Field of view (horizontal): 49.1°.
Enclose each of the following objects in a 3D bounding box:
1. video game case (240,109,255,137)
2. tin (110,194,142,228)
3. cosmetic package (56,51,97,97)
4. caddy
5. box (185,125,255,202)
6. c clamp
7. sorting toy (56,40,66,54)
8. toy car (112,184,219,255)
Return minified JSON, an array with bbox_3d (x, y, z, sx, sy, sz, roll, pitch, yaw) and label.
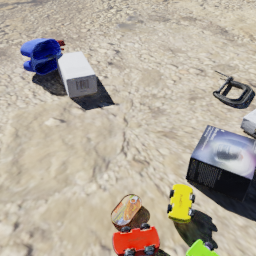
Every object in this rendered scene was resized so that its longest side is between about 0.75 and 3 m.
[{"bbox_3d":[5.426,-0.094,9.373,2.428,0.552,2.200,-27,46,-29],"label":"video game case"},{"bbox_3d":[-0.038,2.056,6.976,0.541,0.202,0.966,26,48,25],"label":"tin"},{"bbox_3d":[-2.224,-2.338,11.902,1.235,0.899,2.429,-12,39,-15],"label":"cosmetic package"},{"bbox_3d":[-3.762,-3.195,12.448,1.063,1.432,2.025,14,34,21],"label":"caddy"},{"bbox_3d":[2.684,0.900,7.819,1.609,1.000,1.622,20,43,21],"label":"box"},{"bbox_3d":[4.138,-1.600,11.514,1.806,0.286,2.114,24,43,19],"label":"c clamp"},{"bbox_3d":[-4.128,-3.791,13.843,2.251,0.924,1.353,5,23,25],"label":"sorting toy"},{"bbox_3d":[1.212,2.576,6.102,2.496,0.557,2.349,-31,48,-31],"label":"toy car"}]
